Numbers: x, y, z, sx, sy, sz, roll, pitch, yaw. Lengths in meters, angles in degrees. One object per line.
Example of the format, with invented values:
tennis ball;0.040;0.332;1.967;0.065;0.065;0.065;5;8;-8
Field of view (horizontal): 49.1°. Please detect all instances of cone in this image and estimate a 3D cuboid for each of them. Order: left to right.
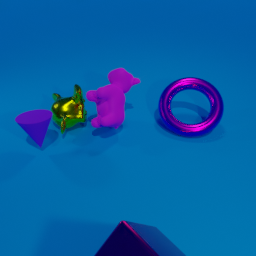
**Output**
cone;-2.195;0.107;6.795;0.861;0.864;0.861;-3;26;1

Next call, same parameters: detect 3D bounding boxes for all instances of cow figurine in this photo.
cow figurine;-0.322;-0.791;7.575;1.592;1.618;0.888;-11;3;-44

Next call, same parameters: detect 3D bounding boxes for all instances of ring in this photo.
ring;1.739;-0.606;7.799;1.795;0.359;1.795;-2;70;6

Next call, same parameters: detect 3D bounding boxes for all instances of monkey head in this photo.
monkey head;-1.679;-0.607;7.786;0.992;1.184;1.646;-11;45;-16

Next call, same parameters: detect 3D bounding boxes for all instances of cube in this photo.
cube;0.206;2.096;3.549;1.223;1.223;1.223;36;87;33
